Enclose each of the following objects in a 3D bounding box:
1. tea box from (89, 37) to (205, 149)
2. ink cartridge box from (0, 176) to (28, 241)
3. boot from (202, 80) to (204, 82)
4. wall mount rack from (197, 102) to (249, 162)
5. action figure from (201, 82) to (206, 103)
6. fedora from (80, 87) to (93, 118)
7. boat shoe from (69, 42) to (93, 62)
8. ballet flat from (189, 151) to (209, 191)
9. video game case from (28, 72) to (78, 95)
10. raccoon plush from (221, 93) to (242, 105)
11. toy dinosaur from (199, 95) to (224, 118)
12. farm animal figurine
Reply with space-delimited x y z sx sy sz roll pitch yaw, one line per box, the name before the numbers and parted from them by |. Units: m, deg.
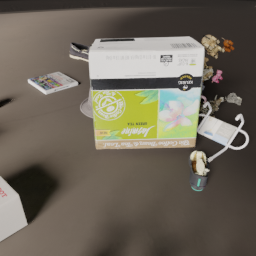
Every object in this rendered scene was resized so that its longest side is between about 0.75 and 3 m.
tea box | 0.480 -1.078 8.355 2.963 2.915 1.980 -2 27 0
ink cartridge box | -3.416 1.812 5.577 1.585 0.920 2.148 27 41 37
boot | 2.531 -2.793 13.318 2.983 1.144 2.316 12 29 35
wall mount rack | 2.507 0.169 8.578 2.035 0.759 1.768 29 80 41
action figure | 1.734 -1.373 11.036 2.246 1.504 1.672 -5 61 -5
fedora | -0.694 -1.305 10.667 2.318 1.047 2.050 -16 34 -26
boat shoe | -2.163 -4.316 15.881 2.743 0.860 0.996 14 34 22
ballet flat | 1.884 0.956 7.380 0.578 0.578 1.582 6 31 10
video game case | -3.436 -2.083 12.803 1.621 0.204 1.779 -24 39 -34
raccoon plush | 4.101 -1.040 11.067 0.770 0.373 0.516 -27 46 5
toy dinosaur | 2.695 -0.691 10.218 1.745 0.672 0.892 -8 18 -1
farm animal figurine | 2.574 -2.179 8.792 1.118 1.384 0.696 2 33 -25
